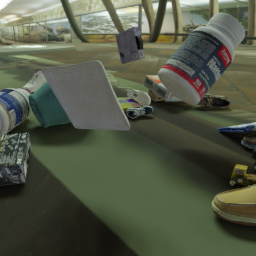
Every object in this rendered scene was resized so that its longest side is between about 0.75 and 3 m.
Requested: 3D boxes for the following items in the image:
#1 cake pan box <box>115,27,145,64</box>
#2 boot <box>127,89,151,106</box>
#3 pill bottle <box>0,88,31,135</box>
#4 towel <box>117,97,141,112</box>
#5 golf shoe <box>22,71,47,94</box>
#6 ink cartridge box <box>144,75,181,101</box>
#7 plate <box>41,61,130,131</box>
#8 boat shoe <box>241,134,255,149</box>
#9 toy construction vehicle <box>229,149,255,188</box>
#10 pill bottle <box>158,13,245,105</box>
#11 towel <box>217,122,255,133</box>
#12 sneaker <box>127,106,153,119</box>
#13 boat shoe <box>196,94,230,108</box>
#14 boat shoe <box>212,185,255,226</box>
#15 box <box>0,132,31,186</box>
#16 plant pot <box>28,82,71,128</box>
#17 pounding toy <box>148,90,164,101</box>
[{"bbox_3d":[0.083,-3.513,11.992,0.373,1.315,1.428,-21,12,-33],"label":"cake pan box"},{"bbox_3d":[0.754,-1.486,14.054,0.801,0.645,1.774,16,14,-40],"label":"boot"},{"bbox_3d":[-4.824,-0.716,11.048,1.500,1.500,2.703,2,21,6],"label":"pill bottle"},{"bbox_3d":[-0.289,-1.147,13.867,1.450,0.230,2.019,-7,22,-16],"label":"towel"},{"bbox_3d":[-5.522,-2.786,16.759,0.946,1.150,2.512,7,24,14],"label":"golf shoe"},{"bbox_3d":[2.604,-2.147,14.892,2.802,0.703,2.273,-7,31,-27],"label":"ink cartridge box"},{"bbox_3d":[-0.969,-0.758,6.792,1.894,1.898,0.307,1,41,35],"label":"plate"},{"bbox_3d":[4.884,0.257,9.641,2.042,0.739,0.738,-4,22,-11],"label":"boat shoe"},{"bbox_3d":[3.939,1.128,7.506,2.003,0.705,1.744,13,25,30],"label":"toy construction vehicle"},{"bbox_3d":[2.567,-2.399,9.622,1.737,2.906,1.737,40,-2,2],"label":"pill bottle"},{"bbox_3d":[4.709,-0.090,10.547,2.127,0.253,1.562,-8,3,-18],"label":"towel"},{"bbox_3d":[0.510,-0.691,12.428,1.198,0.420,0.650,-4,16,8],"label":"sneaker"},{"bbox_3d":[4.100,-1.300,13.727,1.789,0.643,0.533,4,18,-6],"label":"boat shoe"},{"bbox_3d":[3.213,1.474,6.216,2.671,1.017,0.957,-2,22,-5],"label":"boat shoe"},{"bbox_3d":[-3.931,0.887,8.262,1.862,0.587,2.361,-6,23,-14],"label":"box"},{"bbox_3d":[-2.833,-1.034,11.434,1.982,2.109,2.109,-30,34,-26],"label":"plant pot"},{"bbox_3d":[1.722,-1.665,14.900,0.911,0.474,1.037,-11,33,-37],"label":"pounding toy"}]
